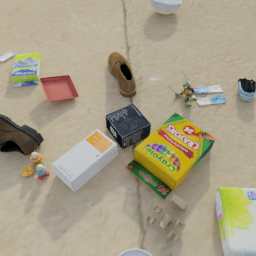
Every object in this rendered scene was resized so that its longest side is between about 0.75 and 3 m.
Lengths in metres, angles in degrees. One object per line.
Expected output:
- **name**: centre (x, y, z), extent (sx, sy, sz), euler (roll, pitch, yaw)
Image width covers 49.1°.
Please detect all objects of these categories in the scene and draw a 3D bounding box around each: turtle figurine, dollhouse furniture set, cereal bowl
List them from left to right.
- **cereal bowl**: centre (2.222, -7.357, 16.774), extent (1.885, 0.785, 1.885), euler (5, 42, -4)
- **dollhouse furniture set**: centre (1.348, 2.772, 8.861), extent (1.084, 0.768, 1.180), euler (31, 78, 23)
- **turtle figurine**: centre (2.402, -1.554, 12.108), extent (0.901, 1.252, 1.214), euler (-30, 54, 19)

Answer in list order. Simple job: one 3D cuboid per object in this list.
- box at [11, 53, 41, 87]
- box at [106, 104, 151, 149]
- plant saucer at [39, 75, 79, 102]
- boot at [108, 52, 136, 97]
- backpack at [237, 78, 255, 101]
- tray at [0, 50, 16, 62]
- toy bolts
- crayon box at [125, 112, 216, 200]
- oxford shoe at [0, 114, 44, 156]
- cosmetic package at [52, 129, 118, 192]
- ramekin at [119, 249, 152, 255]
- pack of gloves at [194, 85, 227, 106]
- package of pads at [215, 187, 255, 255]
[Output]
- **box**: centre (-4.842, -2.819, 13.396), extent (1.187, 0.464, 1.946), euler (-7, 51, -4)
- **box**: centre (-0.004, -0.087, 10.934), extent (1.290, 0.813, 1.312), euler (-25, 55, -19)
- **plant saucer**: centre (-3.048, -1.716, 12.374), extent (1.389, 0.255, 1.386), euler (-13, 60, -27)
- **boot**: centre (-0.252, -2.812, 12.982), extent (1.085, 1.112, 2.946), euler (-15, 51, -9)
- **backpack**: centre (5.263, -1.678, 12.357), extent (0.829, 0.781, 1.016), euler (12, 31, 4)
- **tray**: centre (-6.193, -3.654, 14.304), extent (0.456, 0.094, 0.850), euler (31, 57, 22)
- **toy bolts**: centre (-3.282, 1.379, 9.850), extent (0.942, 0.653, 0.899), euler (37, 60, 26)
- **crayon box**: centre (1.542, 0.897, 10.086), extent (1.877, 0.751, 2.957), euler (36, 58, 23)
- **oxford shoe**: centre (-4.703, 0.239, 10.559), extent (2.782, 1.011, 1.174), euler (20, 55, 16)
- **cosmetic package**: centre (-1.484, 1.113, 10.001), extent (1.081, 0.759, 2.131), euler (36, 60, 25)
- **ramekin**: centre (0.194, 4.072, 7.638), extent (1.324, 0.695, 1.324), euler (0, 50, 0)
- **pack of gloves**: centre (3.662, -1.540, 12.477), extent (1.371, 0.270, 1.151), euler (-7, 52, -6)
- **package of pads**: centre (3.610, 2.877, 8.587), extent (1.635, 0.722, 2.116), euler (1, 51, 1)
